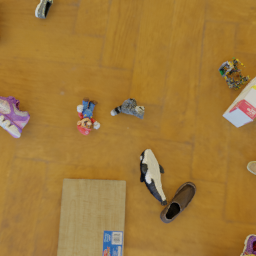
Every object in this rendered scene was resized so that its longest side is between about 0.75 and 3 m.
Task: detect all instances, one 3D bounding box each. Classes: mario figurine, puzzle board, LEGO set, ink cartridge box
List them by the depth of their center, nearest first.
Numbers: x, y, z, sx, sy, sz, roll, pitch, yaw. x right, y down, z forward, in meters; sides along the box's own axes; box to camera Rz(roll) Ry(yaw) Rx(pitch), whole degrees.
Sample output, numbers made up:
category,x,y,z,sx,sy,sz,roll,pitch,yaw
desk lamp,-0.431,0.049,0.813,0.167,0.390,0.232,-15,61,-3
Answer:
category,x,y,z,sx,sy,sz,roll,pitch,yaw
puzzle board,-1.232,3.279,9.689,2.224,0.257,2.951,2,79,-1
ink cartridge box,4.409,-1.003,10.042,0.737,1.283,1.768,39,81,6
mario figurine,-1.427,-0.421,10.223,0.849,0.729,1.376,7,77,1
LEGO set,4.049,-2.118,10.574,0.950,0.716,1.235,-16,79,-3

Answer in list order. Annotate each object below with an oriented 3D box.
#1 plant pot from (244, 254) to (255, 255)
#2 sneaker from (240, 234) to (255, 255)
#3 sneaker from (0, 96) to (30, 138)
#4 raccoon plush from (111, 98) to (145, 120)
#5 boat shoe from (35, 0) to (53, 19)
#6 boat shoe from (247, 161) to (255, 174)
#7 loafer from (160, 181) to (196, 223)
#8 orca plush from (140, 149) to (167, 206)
category,x,y,z,sx,sy,sz,roll,pitch,yaw
plant pot,3.421,4.694,8.638,1.513,1.608,1.608,-20,79,-1
sneaker,4.098,4.250,9.312,0.550,0.569,1.363,13,79,3
sneaker,-4.602,-0.794,10.232,2.511,1.010,1.110,40,74,3
raccoon plush,0.054,-0.527,10.340,1.210,0.585,0.810,-34,68,22
boat shoe,-3.282,-5.069,11.330,0.410,0.491,1.373,21,85,5
boat shoe,4.949,1.557,9.881,1.397,0.464,0.517,18,96,4
loafer,1.797,2.595,9.636,0.625,0.607,1.710,37,81,7
orca plush,0.799,1.805,9.923,1.067,0.721,2.028,-19,80,-49
